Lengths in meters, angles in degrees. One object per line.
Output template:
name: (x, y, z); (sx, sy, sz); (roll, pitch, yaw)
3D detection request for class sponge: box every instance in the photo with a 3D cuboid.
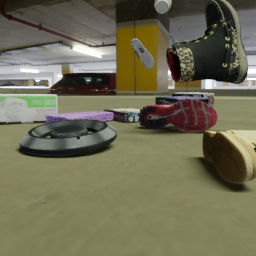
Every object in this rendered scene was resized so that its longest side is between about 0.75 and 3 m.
sponge: (-1.933, -0.415, 11.626); (1.432, 0.383, 2.567); (6, 10, 37)

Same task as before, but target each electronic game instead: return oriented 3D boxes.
electronic game: (-1.427, 0.209, 6.871); (2.328, 0.485, 2.328); (-3, 15, 1)

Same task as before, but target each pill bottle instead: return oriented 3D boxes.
pill bottle: (0.892, -3.205, 7.116); (0.426, 0.426, 0.759); (2, 42, 11)

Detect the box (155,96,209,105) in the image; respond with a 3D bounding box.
box: (2.207, -0.788, 11.837); (1.483, 1.046, 2.004); (-4, 10, -22)

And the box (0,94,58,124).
box: (-4.382, -0.865, 12.068); (2.428, 1.174, 2.143); (-2, 7, -20)

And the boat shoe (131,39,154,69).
boat shoe: (0.732, -3.709, 13.952); (0.576, 1.677, 0.475); (-35, 15, 3)

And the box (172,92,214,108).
box: (3.195, -1.158, 13.824); (1.819, 1.202, 1.044); (8, 12, 44)

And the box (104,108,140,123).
box: (0.073, -0.588, 12.621); (1.519, 0.419, 2.224); (-5, 10, -30)

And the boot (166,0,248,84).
boot: (2.333, -2.769, 8.845); (2.299, 3.043, 1.099); (-6, -16, -14)

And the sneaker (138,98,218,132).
sneaker: (1.720, -0.474, 9.619); (2.694, 1.086, 1.006); (4, 7, 31)

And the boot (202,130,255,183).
boot: (2.253, 0.416, 4.797); (1.572, 0.736, 2.022); (0, 5, 2)
